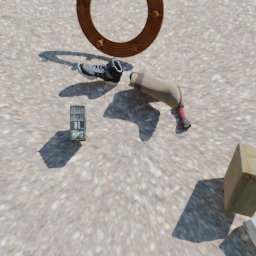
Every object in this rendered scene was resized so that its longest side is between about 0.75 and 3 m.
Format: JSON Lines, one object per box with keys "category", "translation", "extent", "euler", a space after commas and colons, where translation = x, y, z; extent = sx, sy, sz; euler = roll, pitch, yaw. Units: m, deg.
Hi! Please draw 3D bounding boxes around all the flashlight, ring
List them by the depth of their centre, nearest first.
{"category": "flashlight", "translation": [1.623, -0.397, 8.221], "extent": [0.299, 0.300, 0.884], "euler": [-22, 58, 23]}
{"category": "ring", "translation": [-0.330, -3.727, 8.967], "extent": [2.992, 2.992, 0.287], "euler": [16, 30, 11]}

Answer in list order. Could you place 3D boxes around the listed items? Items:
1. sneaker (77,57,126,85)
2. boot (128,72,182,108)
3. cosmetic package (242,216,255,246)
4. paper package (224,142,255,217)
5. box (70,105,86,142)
{"category": "sneaker", "translation": [-0.777, -1.851, 8.618], "extent": [1.464, 0.833, 0.552], "euler": [13, 55, -26]}
{"category": "boot", "translation": [0.691, -1.147, 8.094], "extent": [1.351, 0.649, 1.847], "euler": [16, 16, -12]}
{"category": "cosmetic package", "translation": [3.536, 2.089, 6.170], "extent": [1.672, 0.619, 0.850], "euler": [-23, 68, -10]}
{"category": "paper package", "translation": [2.689, 1.166, 6.417], "extent": [0.661, 1.217, 1.277], "euler": [16, 31, 9]}
{"category": "box", "translation": [-1.315, -0.102, 7.429], "extent": [0.386, 0.733, 0.896], "euler": [-1, 85, -6]}
